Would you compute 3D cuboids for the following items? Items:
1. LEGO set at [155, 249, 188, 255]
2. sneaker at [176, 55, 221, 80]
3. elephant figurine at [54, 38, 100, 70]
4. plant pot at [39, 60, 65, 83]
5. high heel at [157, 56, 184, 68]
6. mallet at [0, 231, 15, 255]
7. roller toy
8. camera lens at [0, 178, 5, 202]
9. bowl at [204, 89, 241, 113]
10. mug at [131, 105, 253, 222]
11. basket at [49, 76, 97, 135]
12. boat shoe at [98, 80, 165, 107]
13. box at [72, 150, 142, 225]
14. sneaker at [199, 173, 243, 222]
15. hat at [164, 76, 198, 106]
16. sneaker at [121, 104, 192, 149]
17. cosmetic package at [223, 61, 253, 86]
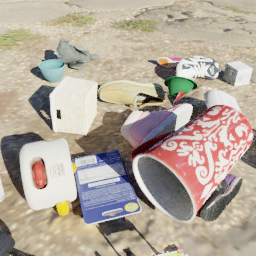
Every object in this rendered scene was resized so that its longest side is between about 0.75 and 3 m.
[{"bbox_3d":[0.439,3.215,5.174,2.884,1.073,1.327,-23,42,-28],"label":"LEGO set"},{"bbox_3d":[3.483,-2.785,13.404,1.657,1.016,2.546,16,28,34],"label":"sneaker"},{"bbox_3d":[-2.594,-3.803,14.656,2.146,1.519,1.665,14,65,-7],"label":"elephant figurine"},{"bbox_3d":[-3.574,-2.660,13.417,1.226,0.826,1.226,0,36,0],"label":"plant pot"},{"bbox_3d":[2.414,-3.582,14.905,1.705,0.574,0.818,10,35,15],"label":"high heel"},{"bbox_3d":[-1.953,3.126,5.837,2.862,0.589,0.942,18,39,17],"label":"mallet"},{"bbox_3d":[-2.020,1.183,7.390,1.327,1.732,1.898,-10,37,-14],"label":"roller toy"},{"bbox_3d":[-3.798,1.538,7.361,0.878,1.098,0.878,-12,4,1],"label":"camera lens"},{"bbox_3d":[3.583,-0.776,10.359,1.470,0.549,1.468,19,45,-25],"label":"bowl"},{"bbox_3d":[1.561,0.531,7.288,2.842,1.896,2.523,-35,57,-28],"label":"mug"},{"bbox_3d":[-1.932,-0.821,10.300,1.299,1.600,1.615,9,36,5],"label":"basket"},{"bbox_3d":[0.168,-1.334,11.525,2.810,1.007,1.070,-3,44,-5],"label":"boat shoe"},{"bbox_3d":[-0.673,1.644,7.886,1.504,0.402,2.482,-10,36,-12],"label":"box"},{"bbox_3d":[2.277,1.776,7.557,0.850,0.735,1.941,25,33,36],"label":"sneaker"},{"bbox_3d":[1.900,-1.140,10.814,1.547,1.361,1.281,20,-18,-36],"label":"hat"},{"bbox_3d":[0.976,-0.299,9.944,1.516,1.091,2.900,34,52,31],"label":"sneaker"},{"bbox_3d":[5.206,-2.597,13.337,0.816,0.821,0.981,-11,38,-15],"label":"cosmetic package"}]
